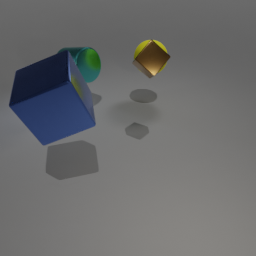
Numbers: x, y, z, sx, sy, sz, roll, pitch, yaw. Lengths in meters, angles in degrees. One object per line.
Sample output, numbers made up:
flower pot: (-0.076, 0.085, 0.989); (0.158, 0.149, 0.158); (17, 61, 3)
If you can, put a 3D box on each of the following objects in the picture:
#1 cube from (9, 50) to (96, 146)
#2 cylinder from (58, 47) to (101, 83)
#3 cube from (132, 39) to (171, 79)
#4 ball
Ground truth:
cube: (-1.722, -0.706, 6.624); (1.400, 1.400, 1.400); (-21, 44, 5)
cylinder: (-2.076, -2.621, 11.588); (1.400, 1.400, 1.400); (13, 33, 39)
cube: (0.624, -1.873, 7.713); (0.700, 0.700, 0.700); (40, 0, -7)
ball: (0.940, -2.914, 11.581); (1.400, 1.400, 1.400); (0, 33, 0)
